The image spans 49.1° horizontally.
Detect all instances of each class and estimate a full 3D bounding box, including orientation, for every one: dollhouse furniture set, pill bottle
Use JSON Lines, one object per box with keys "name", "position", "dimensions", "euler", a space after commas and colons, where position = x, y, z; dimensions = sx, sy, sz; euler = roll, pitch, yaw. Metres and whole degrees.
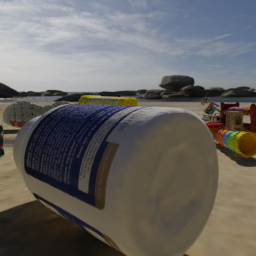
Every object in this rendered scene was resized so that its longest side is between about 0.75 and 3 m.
{"name": "dollhouse furniture set", "position": [4.560, -0.951, 15.229], "dimensions": [1.100, 0.761, 1.165], "euler": [26, 21, -16]}
{"name": "pill bottle", "position": [-0.307, 0.337, 2.690], "dimensions": [1.131, 1.131, 2.038], "euler": [-6, 9, -42]}
{"name": "dollhouse furniture set", "position": [2.714, -0.215, 7.951], "dimensions": [2.428, 0.988, 1.307], "euler": [-3, 7, -26]}

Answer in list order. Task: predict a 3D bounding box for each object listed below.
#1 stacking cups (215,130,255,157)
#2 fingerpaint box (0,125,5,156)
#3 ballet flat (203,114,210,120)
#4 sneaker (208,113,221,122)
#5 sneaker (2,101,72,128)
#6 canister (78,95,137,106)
{"name": "stacking cups", "position": [2.335, 0.231, 6.255], "dimensions": [0.496, 0.496, 1.640], "euler": [0, 7, -2]}
{"name": "fingerpaint box", "position": [-3.628, 0.237, 5.535], "dimensions": [1.811, 0.664, 1.511], "euler": [5, 9, 38]}
{"name": "ballet flat", "position": [3.887, -0.533, 13.599], "dimensions": [0.310, 0.310, 0.894], "euler": [-2, 7, -14]}
{"name": "sneaker", "position": [4.088, -0.446, 12.801], "dimensions": [1.056, 0.396, 0.476], "euler": [-15, 24, -43]}
{"name": "sneaker", "position": [-3.162, -0.312, 10.311], "dimensions": [2.733, 1.053, 1.119], "euler": [0, -21, 3]}
{"name": "canister", "position": [-1.077, -1.189, 15.555], "dimensions": [2.719, 1.177, 2.019], "euler": [5, 8, 28]}
